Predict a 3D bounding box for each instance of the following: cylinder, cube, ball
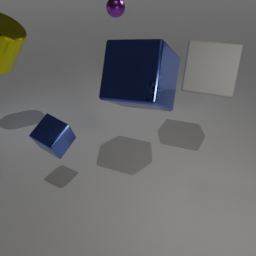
[{"bbox_3d":[-4.103,-2.661,8.781,1.400,1.400,1.400,27,34,-20],"label":"cylinder"},{"bbox_3d":[-1.809,0.207,6.820,0.700,0.700,0.700,26,69,18],"label":"cube"},{"bbox_3d":[0.319,-1.225,6.745,1.400,1.400,1.400,8,0,26],"label":"cube"},{"bbox_3d":[2.463,-1.740,8.180,1.400,1.400,1.400,11,16,18],"label":"cube"},{"bbox_3d":[-0.451,-4.421,10.262,0.700,0.700,0.700,0,29,0],"label":"ball"}]
